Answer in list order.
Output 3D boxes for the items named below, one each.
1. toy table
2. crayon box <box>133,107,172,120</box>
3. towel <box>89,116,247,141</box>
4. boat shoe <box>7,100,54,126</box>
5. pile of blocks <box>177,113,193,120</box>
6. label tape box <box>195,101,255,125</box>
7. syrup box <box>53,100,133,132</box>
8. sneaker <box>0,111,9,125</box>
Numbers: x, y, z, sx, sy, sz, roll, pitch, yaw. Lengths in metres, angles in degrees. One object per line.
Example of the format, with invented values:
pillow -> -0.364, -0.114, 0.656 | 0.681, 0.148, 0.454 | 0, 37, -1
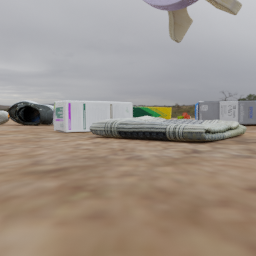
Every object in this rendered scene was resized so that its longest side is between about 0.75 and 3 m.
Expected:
toy table -> 1.165, -2.894, 5.608 | 1.346, 2.112, 2.298 | 13, 38, -41
crayon box -> 0.727, -0.602, 13.159 | 2.287, 0.773, 2.651 | 0, 2, 0
towel -> 0.795, -0.039, 5.028 | 2.099, 0.377, 2.180 | 2, 2, 36
boat shoe -> -3.822, -0.570, 10.669 | 2.878, 0.988, 0.815 | 4, 5, 35
pile of blocks -> 1.865, -0.289, 9.594 | 0.629, 0.476, 1.531 | 0, 2, 6
label tape box -> 4.112, -0.564, 10.759 | 2.910, 0.921, 2.098 | 0, 2, 10
syrup box -> -0.799, -0.277, 6.615 | 1.762, 0.718, 0.694 | -1, 2, -34
sneaker -> -5.303, -0.314, 10.670 | 1.483, 0.561, 0.682 | -7, 9, 5
